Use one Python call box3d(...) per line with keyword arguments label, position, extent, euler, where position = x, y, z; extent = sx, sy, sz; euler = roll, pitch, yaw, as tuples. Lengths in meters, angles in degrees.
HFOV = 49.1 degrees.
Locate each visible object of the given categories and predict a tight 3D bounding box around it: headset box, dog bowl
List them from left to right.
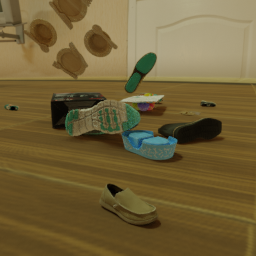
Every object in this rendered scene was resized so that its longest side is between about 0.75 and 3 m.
box3d(label="headset box", position=(-2.050, -0.843, 11.584), extent=(2.094, 1.087, 2.814), euler=(-3, 15, -11))
box3d(label="dog bowl", position=(0.542, 0.435, 7.546), extent=(0.963, 0.428, 1.728), euler=(-10, 16, -37))

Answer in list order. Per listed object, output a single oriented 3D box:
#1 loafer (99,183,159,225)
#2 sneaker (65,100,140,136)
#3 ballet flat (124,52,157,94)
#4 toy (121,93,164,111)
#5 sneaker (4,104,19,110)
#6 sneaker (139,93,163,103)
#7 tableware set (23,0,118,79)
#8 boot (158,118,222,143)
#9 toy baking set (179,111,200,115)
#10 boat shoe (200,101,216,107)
box3d(label="loafer", position=(-0.027, 1.179, 4.432), extent=(1.123, 0.379, 0.427), euler=(10, 16, 36))
box3d(label="sneaker", position=(-0.685, -0.286, 9.012), extent=(2.744, 1.064, 1.251), euler=(-2, -2, 34))
box3d(label="ballet flat", position=(0.384, -1.814, 9.222), extent=(0.544, 1.539, 0.544), euler=(34, 6, -4))
box3d(label="toy", position=(0.832, -1.269, 14.281), extent=(1.720, 0.705, 2.987), euler=(1, 15, 14))
box3d(label="sneaker", position=(-5.963, -1.044, 14.210), extent=(0.802, 0.286, 0.320), euler=(4, 9, 11))
box3d(label="sneaker", position=(1.389, -1.798, 17.007), extent=(0.638, 0.570, 1.597), euler=(-6, 19, -44))
box3d(label="tableware set", position=(-1.787, -2.815, 8.631), extent=(2.775, 2.318, 0.322), euler=(-28, 28, 36))
box3d(label="boot", position=(1.987, -0.019, 9.090), extent=(1.798, 0.696, 1.243), euler=(-5, 9, -24))
box3d(label="toy baking set", position=(2.925, -0.690, 13.125), extent=(1.013, 0.118, 0.778), euler=(-11, 20, -38))
box3d(label="boat shoe", position=(4.414, -1.275, 15.412), extent=(0.847, 0.304, 0.286), euler=(12, 54, 18))
